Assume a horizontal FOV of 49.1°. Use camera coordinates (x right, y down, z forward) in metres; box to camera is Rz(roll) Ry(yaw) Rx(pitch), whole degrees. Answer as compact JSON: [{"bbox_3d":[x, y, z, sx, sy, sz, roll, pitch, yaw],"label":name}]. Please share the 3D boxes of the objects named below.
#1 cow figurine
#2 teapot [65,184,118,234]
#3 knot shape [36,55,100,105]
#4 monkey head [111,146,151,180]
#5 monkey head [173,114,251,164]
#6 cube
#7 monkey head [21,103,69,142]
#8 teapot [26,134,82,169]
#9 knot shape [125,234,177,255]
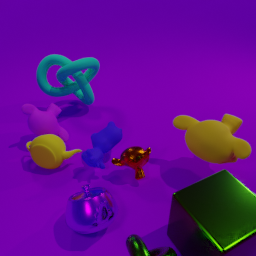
[{"bbox_3d":[-0.610,0.433,7.025,1.207,0.662,1.188,-38,21,4],"label":"cow figurine"},{"bbox_3d":[-0.728,1.545,5.543,1.067,0.841,1.717,-15,4,-28],"label":"teapot"},{"bbox_3d":[-1.669,-1.584,8.670,2.001,1.872,0.924,29,49,-30],"label":"knot shape"},{"bbox_3d":[0.165,0.817,6.628,1.042,0.628,0.750,-19,58,20],"label":"monkey head"},{"bbox_3d":[2.087,0.145,6.583,1.948,1.174,1.402,29,83,38],"label":"monkey head"},{"bbox_3d":[1.634,1.799,5.111,1.291,1.291,1.291,-18,41,-23],"label":"cube"},{"bbox_3d":[-2.237,-0.228,7.797,1.074,1.493,0.900,-56,20,-17],"label":"monkey head"},{"bbox_3d":[-1.938,0.560,7.121,1.479,0.919,0.724,10,30,13],"label":"teapot"},{"bbox_3d":[0.183,2.291,4.167,0.779,1.578,1.686,18,43,18],"label":"knot shape"}]
